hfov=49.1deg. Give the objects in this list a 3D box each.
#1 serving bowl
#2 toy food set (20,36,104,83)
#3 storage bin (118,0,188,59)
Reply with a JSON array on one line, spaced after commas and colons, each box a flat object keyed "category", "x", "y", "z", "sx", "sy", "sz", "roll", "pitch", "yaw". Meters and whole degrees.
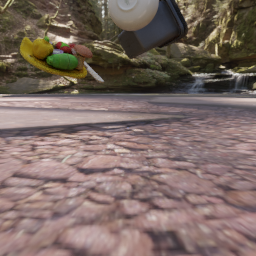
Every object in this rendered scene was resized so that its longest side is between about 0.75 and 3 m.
[{"category": "serving bowl", "x": 0.082, "y": -3.720, "z": 8.228, "sx": 1.583, "sy": 1.583, "sz": 0.521, "roll": 3, "pitch": 5, "yaw": 21}, {"category": "toy food set", "x": -1.522, "y": -1.866, "z": 6.948, "sx": 2.146, "sy": 0.701, "sz": 1.263, "roll": 1, "pitch": 41, "yaw": -48}, {"category": "storage bin", "x": 0.694, "y": -3.703, "z": 10.540, "sx": 1.749, "sy": 1.895, "sz": 2.604, "roll": -33, "pitch": 12, "yaw": -11}]
